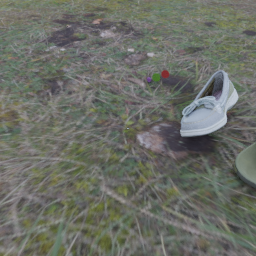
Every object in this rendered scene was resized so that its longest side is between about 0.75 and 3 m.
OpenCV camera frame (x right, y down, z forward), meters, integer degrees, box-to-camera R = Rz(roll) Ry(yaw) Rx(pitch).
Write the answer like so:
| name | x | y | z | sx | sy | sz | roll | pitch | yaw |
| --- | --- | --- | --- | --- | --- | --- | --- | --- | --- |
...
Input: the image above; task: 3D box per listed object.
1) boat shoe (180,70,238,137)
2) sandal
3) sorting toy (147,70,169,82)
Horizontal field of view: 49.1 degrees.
| name | x | y | z | sx | sy | sz | roll | pitch | yaw |
| --- | --- | --- | --- | --- | --- | --- | --- | --- | --- |
| boat shoe | 2.166 | -0.669 | 7.561 | 1.097 | 0.954 | 2.976 | -9 | 21 | 43 |
| sandal | 3.527 | 0.400 | 6.569 | 2.787 | 0.795 | 1.106 | -33 | 47 | -24 |
| sorting toy | 1.057 | -1.810 | 9.675 | 0.840 | 0.291 | 0.289 | -16 | 22 | 29 |
